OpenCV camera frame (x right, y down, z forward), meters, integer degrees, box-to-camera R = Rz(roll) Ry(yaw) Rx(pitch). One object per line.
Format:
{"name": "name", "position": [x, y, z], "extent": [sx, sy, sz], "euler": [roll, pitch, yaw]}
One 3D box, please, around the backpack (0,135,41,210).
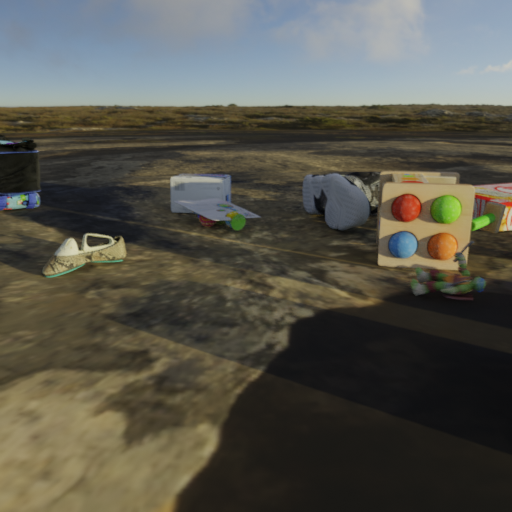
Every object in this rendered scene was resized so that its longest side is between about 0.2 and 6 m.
{"name": "backpack", "position": [-6.874, -1.990, 13.594], "extent": [2.637, 1.774, 2.408], "euler": [-13, 21, -42]}

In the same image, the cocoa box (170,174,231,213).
{"name": "cocoa box", "position": [-1.326, -1.514, 13.583], "extent": [1.309, 0.873, 0.859], "euler": [3, 16, 11]}

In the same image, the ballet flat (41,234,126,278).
{"name": "ballet flat", "position": [-2.803, -0.075, 9.109], "extent": [1.478, 0.557, 0.501], "euler": [-15, 22, -42]}

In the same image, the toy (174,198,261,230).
{"name": "toy", "position": [-0.876, -0.859, 12.080], "extent": [1.107, 0.454, 1.923], "euler": [-7, 17, -33]}

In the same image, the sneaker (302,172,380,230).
{"name": "sneaker", "position": [2.225, -1.331, 12.387], "extent": [1.734, 1.150, 3.047], "euler": [-6, 14, -13]}

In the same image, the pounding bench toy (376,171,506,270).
{"name": "pounding bench toy", "position": [3.215, -0.616, 9.485], "extent": [2.236, 1.389, 1.744], "euler": [3, 16, 9]}

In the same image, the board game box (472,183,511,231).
{"name": "board game box", "position": [5.831, -1.153, 12.712], "extent": [2.785, 0.645, 2.110], "euler": [-6, 17, -19]}

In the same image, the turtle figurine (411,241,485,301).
{"name": "turtle figurine", "position": [2.589, 0.224, 7.637], "extent": [0.912, 0.677, 0.941], "euler": [-7, -25, 34]}
